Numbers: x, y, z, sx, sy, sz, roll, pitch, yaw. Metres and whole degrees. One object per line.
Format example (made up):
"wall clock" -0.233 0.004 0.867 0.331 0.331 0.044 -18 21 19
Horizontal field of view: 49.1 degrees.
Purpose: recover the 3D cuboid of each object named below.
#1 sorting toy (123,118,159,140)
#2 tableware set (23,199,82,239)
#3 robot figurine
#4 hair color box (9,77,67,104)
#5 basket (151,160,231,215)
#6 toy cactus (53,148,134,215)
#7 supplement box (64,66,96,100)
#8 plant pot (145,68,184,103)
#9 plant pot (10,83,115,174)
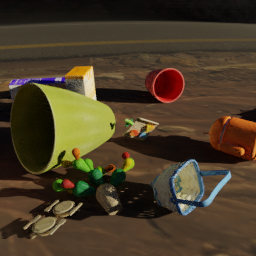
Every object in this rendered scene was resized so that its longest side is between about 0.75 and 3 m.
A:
"sorting toy" 0.304 0.045 10.220 1.465 1.083 0.216 15 42 -37
"tableware set" -1.830 2.312 7.107 0.894 0.271 1.352 0 19 27
"robot figurine" 3.882 0.332 9.843 2.264 1.320 1.628 19 74 31
"hair color box" -3.831 -1.447 12.988 2.870 1.569 0.930 -5 27 -8
"basket" 1.644 1.525 7.385 1.540 1.215 1.747 -28 9 -42
"toy cactus" -0.751 1.466 7.977 2.543 1.300 2.098 -6 36 -30
"supplement box" -1.942 -1.341 11.996 0.839 2.282 1.438 1 28 8
"plant pot" 1.775 -2.345 14.758 1.804 1.804 1.596 -10 21 -19
"plant pot" -1.963 -0.073 9.608 2.789 2.789 2.981 25 20 39
